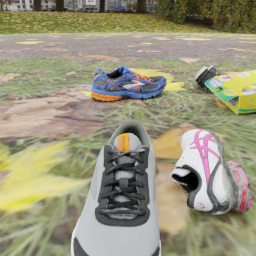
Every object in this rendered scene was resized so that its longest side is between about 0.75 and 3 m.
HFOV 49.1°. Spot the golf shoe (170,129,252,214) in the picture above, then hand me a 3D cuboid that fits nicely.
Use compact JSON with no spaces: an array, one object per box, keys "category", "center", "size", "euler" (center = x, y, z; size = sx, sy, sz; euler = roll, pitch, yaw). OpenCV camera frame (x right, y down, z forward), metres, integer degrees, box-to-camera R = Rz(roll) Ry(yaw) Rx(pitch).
[{"category":"golf shoe","center":[1.150,0.572,4.655],"size":[0.968,0.763,2.103],"euler":[-2,22,-5]}]

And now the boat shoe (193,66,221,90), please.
[{"category":"boat shoe","center":[3.144,-1.915,10.897],"size":[0.743,0.868,2.372],"euler":[43,23,9]}]

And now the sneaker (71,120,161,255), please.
[{"category":"sneaker","center":[-0.106,0.785,3.679],"size":[1.050,1.127,2.842],"euler":[2,23,2]}]

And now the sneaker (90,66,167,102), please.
[{"category":"sneaker","center":[0.089,-1.568,9.498],"size":[2.759,1.082,1.039],"euler":[-9,25,-21]}]

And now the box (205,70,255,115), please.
[{"category":"box","center":[4.003,-1.186,8.555],"size":[2.943,0.712,1.727],"euler":[-8,29,-4]}]
